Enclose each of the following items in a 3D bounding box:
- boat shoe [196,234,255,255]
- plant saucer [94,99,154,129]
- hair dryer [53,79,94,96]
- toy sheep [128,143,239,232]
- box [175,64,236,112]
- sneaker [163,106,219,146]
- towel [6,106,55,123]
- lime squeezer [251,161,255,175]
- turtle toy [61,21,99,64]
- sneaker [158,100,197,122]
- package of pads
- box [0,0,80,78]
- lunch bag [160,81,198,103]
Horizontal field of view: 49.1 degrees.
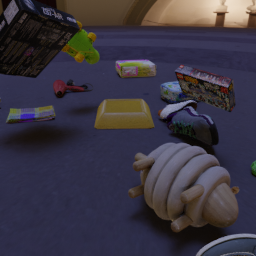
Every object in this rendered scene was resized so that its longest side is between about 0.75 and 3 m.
[{"bbox_3d":[1.990,2.008,3.970,2.005,0.730,0.619,4,21,-4],"label":"boat shoe"},{"bbox_3d":[-0.143,-0.590,9.914,1.987,0.481,1.987,-1,24,-2],"label":"plant saucer"},{"bbox_3d":[-2.624,-1.883,12.648,1.535,0.547,2.015,13,29,24],"label":"hair dryer"},{"bbox_3d":[0.940,0.999,5.190,1.625,1.625,2.357,-20,38,-36],"label":"toy sheep"},{"bbox_3d":[1.837,-0.953,6.669,1.380,0.945,0.275,27,72,36],"label":"box"},{"bbox_3d":[1.797,0.042,8.335,1.052,0.894,2.403,-15,16,-4],"label":"sneaker"},{"bbox_3d":[-3.461,-0.523,10.110,1.646,0.187,1.182,-6,26,-12],"label":"towel"},{"bbox_3d":[3.269,0.948,6.813,0.533,0.285,1.510,5,24,12],"label":"lime squeezer"},{"bbox_3d":[-1.640,-2.804,9.693,1.581,1.152,0.799,34,-11,-24],"label":"turtle toy"},{"bbox_3d":[1.762,-0.702,10.010,1.610,0.586,0.682,-18,33,-31],"label":"sneaker"},{"bbox_3d":[0.435,-3.334,15.611,2.042,0.696,1.577,-5,25,-11],"label":"package of pads"},{"bbox_3d":[-2.657,-2.247,7.397,2.275,0.495,1.822,-36,-16,31],"label":"box"},{"bbox_3d":[2.224,-1.494,11.647,1.605,0.662,1.290,-9,25,-20],"label":"lunch bag"}]
